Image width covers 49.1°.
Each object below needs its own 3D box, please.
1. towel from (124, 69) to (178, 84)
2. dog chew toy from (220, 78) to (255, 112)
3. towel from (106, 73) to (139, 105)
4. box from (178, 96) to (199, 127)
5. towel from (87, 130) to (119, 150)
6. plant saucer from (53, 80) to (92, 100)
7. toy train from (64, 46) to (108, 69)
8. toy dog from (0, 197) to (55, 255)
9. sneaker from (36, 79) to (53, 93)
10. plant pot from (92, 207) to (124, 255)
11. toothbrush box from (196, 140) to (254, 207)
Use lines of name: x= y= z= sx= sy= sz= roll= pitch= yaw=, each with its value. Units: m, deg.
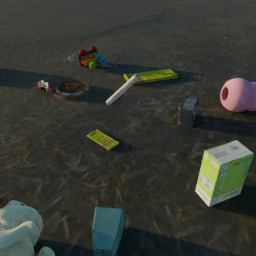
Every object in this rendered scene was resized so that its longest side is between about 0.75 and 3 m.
towel: x=1.219 y=-2.802 z=14.936 sx=2.758 sy=0.249 sz=1.187 roll=-11 pitch=36 yaw=-16
dog chew toy: x=5.139 y=-1.346 z=11.822 sx=2.276 sy=1.418 sz=1.418 roll=3 pitch=33 yaw=-9
towel: x=-0.148 y=-1.334 z=9.552 sx=0.208 sy=1.287 sz=1.230 roll=47 pitch=15 yaw=-6
box: x=2.415 y=-0.672 z=11.224 sx=0.572 sy=0.794 sz=1.069 roll=12 pitch=36 yaw=18
towel: x=-0.921 y=0.410 z=10.221 sx=1.236 sy=0.112 sz=0.532 roll=28 pitch=42 yaw=36
plant saucer: x=-2.683 y=-1.895 z=13.542 sx=1.852 sy=0.297 sz=1.852 roll=1 pitch=34 yaw=-1
toy train: x=-2.340 y=-3.759 z=15.901 sx=2.241 sy=0.948 sz=1.297 roll=-29 pitch=57 yaw=-36
toy dog: x=-2.653 y=2.662 z=5.709 sx=2.454 sy=1.766 sz=2.531 roll=-23 pitch=27 yaw=23
sneaker: x=-4.007 y=-1.943 z=13.485 sx=0.469 sy=0.506 sz=1.256 roll=-33 pitch=36 yaw=-18
plant pot: x=-0.491 y=2.494 z=6.620 sx=0.682 sy=0.682 sz=0.966 roll=3 pitch=43 yaw=5
toothbrush box: x=2.598 y=1.243 z=7.649 sx=1.134 sy=1.557 sz=0.670 roll=-15 pitch=36 yaw=-21
